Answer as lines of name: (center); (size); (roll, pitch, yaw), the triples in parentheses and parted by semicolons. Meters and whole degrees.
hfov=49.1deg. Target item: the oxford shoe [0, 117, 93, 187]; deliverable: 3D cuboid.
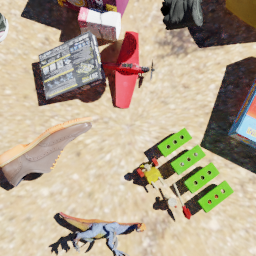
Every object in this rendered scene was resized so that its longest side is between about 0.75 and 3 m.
oxford shoe: (-2.022, 0.584, 7.343); (2.718, 0.969, 0.991); (-29, 89, 2)

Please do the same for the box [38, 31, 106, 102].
box: (-1.568, -1.662, 7.722); (1.748, 0.429, 1.409); (-19, 75, 18)

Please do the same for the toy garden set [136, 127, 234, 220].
toy garden set: (1.410, 1.323, 7.381); (1.736, 0.415, 2.082); (-34, 80, -9)

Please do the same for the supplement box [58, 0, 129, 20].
supplement box: (-1.059, -4.060, 8.101); (2.040, 1.335, 1.053); (20, 80, 5)

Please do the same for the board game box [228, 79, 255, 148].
board game box: (4.695, -0.478, 7.331); (2.990, 0.836, 2.928); (28, 87, 6)

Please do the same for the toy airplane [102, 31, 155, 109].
toy airplane: (-0.387, -1.791, 7.972); (2.341, 0.431, 2.341); (-1, 83, 5)

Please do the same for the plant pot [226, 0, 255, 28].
plant pot: (3.827, -4.095, 7.943); (1.607, 1.822, 1.822); (27, 78, 22)

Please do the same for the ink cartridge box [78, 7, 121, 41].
ink cartridge box: (-0.804, -3.006, 8.118); (1.113, 0.815, 0.460); (12, 78, 3)

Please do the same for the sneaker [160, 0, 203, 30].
sneaker: (1.162, -2.818, 6.174); (0.876, 0.733, 1.930); (-10, 42, 25)

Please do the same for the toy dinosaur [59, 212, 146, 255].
toy dinosaur: (-0.516, 2.457, 6.919); (1.751, 1.013, 1.929); (-22, 66, -23)

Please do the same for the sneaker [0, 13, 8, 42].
sneaker: (-4.045, -2.718, 8.117); (0.654, 0.703, 1.628); (15, 77, 2)
